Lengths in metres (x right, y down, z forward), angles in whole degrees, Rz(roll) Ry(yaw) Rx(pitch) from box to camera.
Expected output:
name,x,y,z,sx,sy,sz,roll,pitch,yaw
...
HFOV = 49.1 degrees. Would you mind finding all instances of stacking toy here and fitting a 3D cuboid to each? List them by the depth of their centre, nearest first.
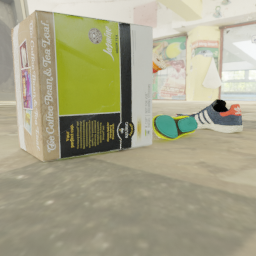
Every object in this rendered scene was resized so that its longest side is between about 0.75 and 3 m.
name,x,y,z,sx,sy,sz,roll,pitch,yaw
stacking toy,0.950,-2.543,12.017,1.194,0.873,0.873,-41,-17,31

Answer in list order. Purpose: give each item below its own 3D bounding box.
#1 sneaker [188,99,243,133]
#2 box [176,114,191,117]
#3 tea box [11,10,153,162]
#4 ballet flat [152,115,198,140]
name,x,y,z,sx,sy,sz,roll,pitch,yaw
sneaker,2.956,-0.501,10.073,0.970,1.094,2.589,-5,8,-36
box,2.992,-0.468,12.970,1.083,0.299,1.585,-1,7,-11
tea box,-1.016,-0.916,6.477,2.742,2.787,1.862,-5,9,-35
ballet flat,1.223,0.019,8.142,0.730,0.727,2.177,-22,-12,41
